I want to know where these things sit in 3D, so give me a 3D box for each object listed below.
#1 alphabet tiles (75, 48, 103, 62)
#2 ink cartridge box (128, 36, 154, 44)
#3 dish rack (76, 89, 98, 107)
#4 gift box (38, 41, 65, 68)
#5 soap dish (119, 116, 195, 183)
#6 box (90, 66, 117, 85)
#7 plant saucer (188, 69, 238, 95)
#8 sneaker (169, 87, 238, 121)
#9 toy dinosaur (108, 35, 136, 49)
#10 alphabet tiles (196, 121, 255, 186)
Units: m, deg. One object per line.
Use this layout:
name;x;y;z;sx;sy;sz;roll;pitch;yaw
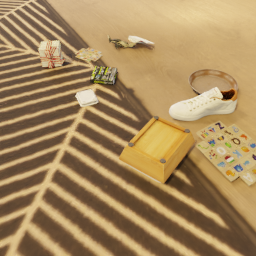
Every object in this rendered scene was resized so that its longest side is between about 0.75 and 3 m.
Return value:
alphabet tiles;-2.079;-3.917;14.920;1.381;0.044;1.149;25;50;23
ink cartridge box;0.723;-4.728;15.367;1.180;0.296;0.957;31;27;22
dish rack;-1.792;-1.355;12.207;0.821;0.208;0.956;-16;48;-17
gift box;-3.766;-3.719;13.982;1.186;1.094;1.107;-7;43;1
soap dish;1.050;0.627;9.686;1.784;0.921;2.268;26;50;25
box;-1.137;-2.515;13.347;1.106;0.272;1.145;4;45;7
plant saucer;3.829;-1.966;12.732;2.179;0.349;2.179;0;45;0
sneaker;3.031;-1.106;11.270;2.824;1.196;1.028;-11;47;-9
toy dinosaur;-0.565;-4.703;15.416;2.057;0.488;0.906;28;35;24
alphabet tiles;3.694;0.793;9.852;2.108;0.080;2.534;-24;57;-27
